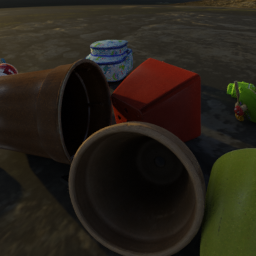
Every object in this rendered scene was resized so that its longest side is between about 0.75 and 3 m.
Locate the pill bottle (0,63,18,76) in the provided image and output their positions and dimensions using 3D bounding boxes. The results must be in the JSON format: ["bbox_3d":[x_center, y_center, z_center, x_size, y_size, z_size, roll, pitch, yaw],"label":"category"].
[{"bbox_3d":[-5.616,-2.072,12.503,1.127,1.127,1.995,-5,31,-8],"label":"pill bottle"}]

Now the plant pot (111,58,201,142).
[{"bbox_3d":[0.786,-0.604,8.994,2.022,2.295,2.293,-30,40,-25],"label":"plant pot"}]

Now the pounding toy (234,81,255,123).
[{"bbox_3d":[4.201,-0.744,10.278,0.837,1.392,1.803,-28,31,4],"label":"pounding toy"}]

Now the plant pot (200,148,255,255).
[{"bbox_3d":[2.132,1.931,4.790,2.187,2.187,2.337,17,49,27],"label":"plant pot"}]

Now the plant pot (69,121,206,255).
[{"bbox_3d":[0.447,1.004,6.062,2.628,2.628,2.292,12,15,20],"label":"plant pot"}]

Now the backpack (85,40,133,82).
[{"bbox_3d":[-1.036,-3.439,14.217,2.265,1.819,2.475,4,34,15],"label":"backpack"}]

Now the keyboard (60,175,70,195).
[{"bbox_3d":[-1.063,1.649,6.916,1.705,0.338,0.888,23,14,36],"label":"keyboard"}]

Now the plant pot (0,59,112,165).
[{"bbox_3d":[-2.388,-0.409,8.041,2.951,2.980,2.980,3,29,19],"label":"plant pot"}]

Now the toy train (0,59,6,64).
[{"bbox_3d":[-8.050,-3.769,15.703,2.516,1.065,1.456,25,28,37],"label":"toy train"}]

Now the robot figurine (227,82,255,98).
[{"bbox_3d":[4.952,-1.623,12.140,1.188,0.687,1.042,13,25,23],"label":"robot figurine"}]
